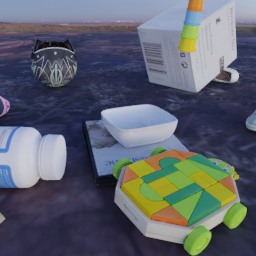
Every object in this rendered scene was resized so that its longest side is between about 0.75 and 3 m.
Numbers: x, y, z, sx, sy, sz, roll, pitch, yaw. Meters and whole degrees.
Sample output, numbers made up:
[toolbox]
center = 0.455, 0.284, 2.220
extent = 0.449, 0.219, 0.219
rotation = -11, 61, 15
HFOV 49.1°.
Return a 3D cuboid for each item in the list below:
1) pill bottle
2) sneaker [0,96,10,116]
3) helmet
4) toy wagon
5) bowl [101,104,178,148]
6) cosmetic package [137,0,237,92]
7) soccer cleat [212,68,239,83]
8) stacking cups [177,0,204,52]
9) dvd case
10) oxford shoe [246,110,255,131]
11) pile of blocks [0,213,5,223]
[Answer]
[pill bottle]
center = -2.047, 0.491, 4.736
extent = 1.844, 1.035, 1.035
rotation = 2, 22, 2
[sneaker]
center = -4.743, -0.700, 7.993
extent = 2.974, 1.043, 1.220
rotation = 14, 9, 24
[helmet]
center = -2.878, -2.535, 10.931
extent = 1.926, 1.926, 1.836
rotation = -7, 51, -16
[toy wagon]
center = 0.910, 0.845, 4.301
extent = 2.250, 0.445, 1.746
rotation = -16, 36, -33
[bowl]
center = 0.215, -0.047, 6.066
extent = 1.401, 0.523, 1.399
rotation = -11, 25, -21
[cosmetic package]
center = 2.436, -3.359, 11.165
extent = 2.997, 2.470, 2.472
rotation = -39, 40, -27
[soccer cleat]
center = 3.588, -2.440, 12.136
extent = 2.325, 0.806, 0.902
rotation = 19, 21, 31
[stacking cups]
center = 1.852, -3.080, 7.779
extent = 0.557, 1.842, 0.557
rotation = 7, 31, -4
[dvd case]
center = 0.088, 0.336, 6.135
extent = 1.982, 0.244, 2.778
rotation = -5, 23, -12
[oxford shoe]
center = 3.735, -0.398, 7.471
extent = 0.789, 0.606, 2.099
rotation = 22, 33, 36
[pile of blocks]
center = -2.422, 1.118, 3.767
extent = 1.480, 0.607, 0.460
rotation = 8, 24, 17
